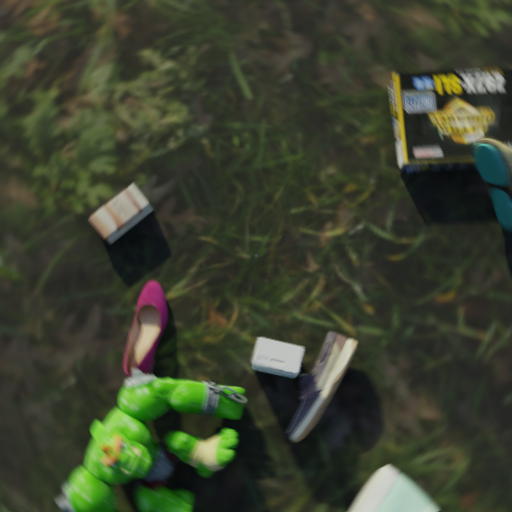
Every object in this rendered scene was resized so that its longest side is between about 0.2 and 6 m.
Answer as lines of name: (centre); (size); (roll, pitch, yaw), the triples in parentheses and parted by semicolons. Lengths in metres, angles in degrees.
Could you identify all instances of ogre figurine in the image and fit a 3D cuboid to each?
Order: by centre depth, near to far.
ogre figurine: (-1.771, 3.459, 9.258); (2.052, 1.679, 3.422); (31, 95, -12)

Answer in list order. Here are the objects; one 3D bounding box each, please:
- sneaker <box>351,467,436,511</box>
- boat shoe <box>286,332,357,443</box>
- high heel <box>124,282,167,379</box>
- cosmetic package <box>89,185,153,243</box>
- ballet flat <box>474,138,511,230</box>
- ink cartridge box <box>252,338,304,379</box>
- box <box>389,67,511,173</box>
sneaker: (1.984, 5.201, 9.030); (1.769, 1.104, 2.999); (36, 78, 13)
boat shoe: (1.057, 2.292, 9.920); (0.657, 0.729, 2.027); (29, 84, 19)
high heel: (-1.987, 1.297, 9.990); (0.604, 0.861, 1.792); (0, 78, 7)
cosmetic package: (-2.557, -0.796, 10.646); (1.048, 0.457, 0.542); (-41, 81, -8)
ballet flat: (4.560, -1.426, 10.216); (0.758, 0.758, 2.145); (-40, 122, -8)
ink cartridge box: (0.365, 1.796, 9.756); (0.822, 1.121, 0.466); (13, 74, 3)
box: (3.917, -2.668, 10.980); (2.380, 0.587, 1.900); (-3, 77, 0)
